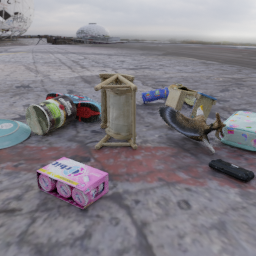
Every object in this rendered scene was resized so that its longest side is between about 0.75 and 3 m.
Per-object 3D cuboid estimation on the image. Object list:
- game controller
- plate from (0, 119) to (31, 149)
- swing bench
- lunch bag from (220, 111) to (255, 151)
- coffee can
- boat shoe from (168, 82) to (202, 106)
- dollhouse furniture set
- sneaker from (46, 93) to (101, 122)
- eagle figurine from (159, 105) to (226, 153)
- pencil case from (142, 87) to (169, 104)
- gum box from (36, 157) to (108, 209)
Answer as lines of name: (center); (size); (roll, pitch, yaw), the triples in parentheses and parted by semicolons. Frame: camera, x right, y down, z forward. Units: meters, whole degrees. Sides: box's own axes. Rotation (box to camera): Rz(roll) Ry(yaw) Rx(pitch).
game controller: (2.948, 1.188, 8.013); (0.641, 0.259, 1.228); (0, 16, -44)
plate: (-4.869, 0.112, 10.330); (2.445, 0.312, 2.445); (2, 25, -1)
swing bench: (-0.395, -0.672, 9.989); (1.434, 2.199, 2.211); (0, 22, 0)
lunch bag: (4.311, 0.062, 10.009); (1.692, 0.813, 2.110); (13, 24, 36)
coffee can: (-2.998, -0.540, 11.041); (1.184, 1.184, 1.617); (12, 25, 27)
boat shoe: (3.040, -1.891, 14.681); (0.887, 0.758, 2.420); (-12, 33, -31)
dollhouse furniture set: (2.521, -0.724, 11.571); (1.734, 1.637, 1.132); (16, 9, -15)
sneaker: (-2.311, -0.929, 12.478); (2.792, 1.107, 1.334); (17, 20, 15)
eagle figurine: (2.217, -0.112, 9.568); (2.051, 1.556, 1.548); (1, 33, 30)
pencil case: (1.378, -1.629, 14.168); (1.437, 0.561, 0.624); (-11, 55, 20)
gum box: (-1.358, 1.351, 7.051); (1.670, 0.552, 0.948); (14, 24, 31)
